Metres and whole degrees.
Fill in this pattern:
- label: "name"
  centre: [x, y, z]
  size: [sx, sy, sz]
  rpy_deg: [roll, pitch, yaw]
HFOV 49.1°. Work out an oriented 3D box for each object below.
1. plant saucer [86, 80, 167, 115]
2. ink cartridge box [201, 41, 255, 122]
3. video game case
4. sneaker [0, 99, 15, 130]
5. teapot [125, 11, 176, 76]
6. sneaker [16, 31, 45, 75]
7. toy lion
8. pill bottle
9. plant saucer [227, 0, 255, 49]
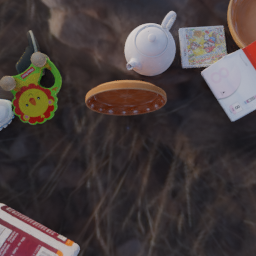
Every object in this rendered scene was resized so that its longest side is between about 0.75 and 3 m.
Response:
- label: "plant saucer"
  centre: [-0.046, -0.688, 6.486]
  size: [1.857, 1.857, 0.300]
  rpy_deg: [-2, 76, 0]
- label: "ink cartridge box"
  centre: [3.055, -1.278, 7.018]
  size: [1.887, 0.538, 1.534]
  rpy_deg: [-33, 81, 23]
- label: "video game case"
  centre: [2.052, -2.224, 7.664]
  size: [1.236, 0.141, 1.125]
  rpy_deg: [-3, 81, -1]
- label: "sneaker"
  centre: [-4.018, -0.273, 6.930]
  size: [2.304, 0.998, 0.864]
  rpy_deg: [-13, 80, -3]
- label: "teapot"
  centre: [0.601, -2.124, 7.180]
  size: [1.441, 1.067, 1.460]
  rpy_deg: [-7, 80, -1]
- label: "sneaker"
  centre: [-2.695, -1.955, 7.450]
  size: [0.670, 0.472, 1.262]
  rpy_deg: [-13, 82, -3]
- label: "toy lion"
  centre: [-2.293, -0.903, 7.052]
  size: [1.520, 0.522, 1.457]
  rpy_deg: [-38, 100, 2]
- label: "pill bottle"
  centre: [-2.667, 2.691, 6.115]
  size: [2.847, 1.625, 1.625]
  rpy_deg: [27, 82, 4]
- label: "plant saucer"
  centre: [4.048, -2.924, 7.590]
  size: [2.788, 0.522, 2.788]
  rpy_deg: [0, 82, -1]
